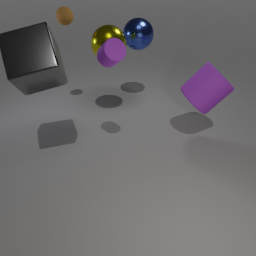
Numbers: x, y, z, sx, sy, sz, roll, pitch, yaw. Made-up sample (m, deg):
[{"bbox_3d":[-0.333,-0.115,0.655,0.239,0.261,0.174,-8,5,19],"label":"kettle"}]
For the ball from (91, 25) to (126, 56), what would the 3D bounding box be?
[{"bbox_3d":[-0.760,-3.333,11.039,1.400,1.400,1.400,0,31,0],"label":"ball"}]

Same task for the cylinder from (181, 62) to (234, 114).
[{"bbox_3d":[2.935,-1.475,10.431,1.400,1.400,1.400,38,23,-19],"label":"cylinder"}]

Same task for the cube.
[{"bbox_3d":[-2.714,-1.959,8.170,1.400,1.400,1.400,-17,-10,-4],"label":"cube"}]

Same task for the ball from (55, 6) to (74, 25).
[{"bbox_3d":[-2.523,-4.455,11.135,0.700,0.700,0.700,0,31,0],"label":"ball"}]

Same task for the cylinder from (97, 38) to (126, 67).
[{"bbox_3d":[-0.506,-2.260,8.448,0.700,0.700,0.700,-17,3,-25],"label":"cylinder"}]

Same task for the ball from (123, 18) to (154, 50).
[{"bbox_3d":[0.462,-4.235,12.642,1.400,1.400,1.400,0,31,0],"label":"ball"}]
